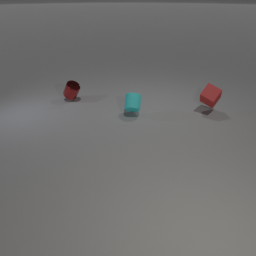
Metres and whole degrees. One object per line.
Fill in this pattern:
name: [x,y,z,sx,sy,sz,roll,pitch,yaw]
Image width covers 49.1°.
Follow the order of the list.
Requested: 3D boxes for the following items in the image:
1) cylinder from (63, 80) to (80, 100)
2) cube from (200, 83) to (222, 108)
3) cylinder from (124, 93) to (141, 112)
cylinder: [-2.807,-1.885,13.951,0.700,0.700,0.700,16,48,-19]
cube: [3.694,-1.444,12.521,0.700,0.700,0.700,34,81,22]
cylinder: [0.215,-1.135,12.444,0.700,0.700,0.700,5,-12,1]
